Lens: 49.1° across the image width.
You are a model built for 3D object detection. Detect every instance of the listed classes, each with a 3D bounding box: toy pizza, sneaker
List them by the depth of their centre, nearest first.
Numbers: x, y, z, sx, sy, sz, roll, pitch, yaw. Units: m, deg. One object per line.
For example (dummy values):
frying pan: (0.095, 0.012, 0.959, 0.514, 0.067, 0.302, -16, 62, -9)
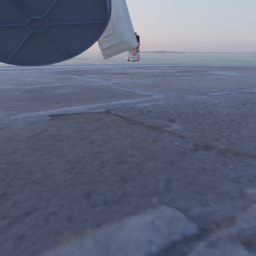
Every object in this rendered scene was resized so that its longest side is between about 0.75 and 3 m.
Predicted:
toy pizza: (-1.769, -2.154, 5.353, 2.945, 0.467, 2.945, -14, -17, -4)
sneaker: (0.109, -3.105, 10.715, 0.614, 0.986, 1.840, -3, 25, -6)

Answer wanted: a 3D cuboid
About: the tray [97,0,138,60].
tray: (-0.554, -2.701, 6.173, 1.181, 2.199, 0.244, -6, 15, 44)
